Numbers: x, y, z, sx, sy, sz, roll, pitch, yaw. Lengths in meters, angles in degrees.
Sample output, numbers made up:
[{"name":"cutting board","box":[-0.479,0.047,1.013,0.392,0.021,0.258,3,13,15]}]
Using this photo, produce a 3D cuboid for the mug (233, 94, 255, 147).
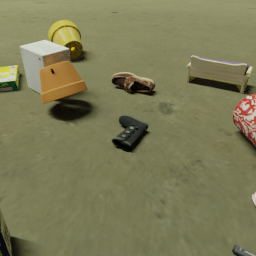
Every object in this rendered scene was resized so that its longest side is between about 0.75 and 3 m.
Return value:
[{"name":"mug","box":[4.692,-0.066,8.524,2.241,1.684,2.524,-27,30,3]}]

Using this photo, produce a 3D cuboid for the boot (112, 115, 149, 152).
[{"name":"boot","box":[-0.117,0.143,9.449,1.169,0.466,1.418,15,40,26]}]

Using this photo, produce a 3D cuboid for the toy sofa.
[{"name":"toy sofa","box":[4.198,-2.654,12.933,2.773,1.353,1.149,15,36,24]}]

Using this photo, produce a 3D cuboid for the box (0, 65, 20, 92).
[{"name":"box","box":[-5.895,-2.414,13.314,1.316,0.542,2.243,-9,36,-12]}]

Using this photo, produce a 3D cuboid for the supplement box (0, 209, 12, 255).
[{"name":"supplement box","box":[-3.008,2.229,5.453,1.190,1.191,0.800,-14,35,-21]}]

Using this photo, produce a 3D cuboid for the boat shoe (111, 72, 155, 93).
[{"name":"boat shoe","box":[0.156,-1.949,12.441,2.034,0.734,0.732,15,34,12]}]

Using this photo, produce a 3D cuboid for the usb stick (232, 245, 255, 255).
[{"name":"usb stick","box":[2.559,2.668,5.761,0.789,0.129,0.219,20,38,29]}]

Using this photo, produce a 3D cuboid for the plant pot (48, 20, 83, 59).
[{"name":"plant pot","box":[-3.478,-4.968,16.253,1.888,1.888,1.776,-16,52,-23]}]

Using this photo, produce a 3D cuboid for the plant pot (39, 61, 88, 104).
[{"name":"plant pot","box":[-2.611,-1.785,10.767,1.794,1.256,1.794,-18,10,3]}]

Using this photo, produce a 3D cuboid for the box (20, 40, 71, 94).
[{"name":"box","box":[-3.510,-2.579,12.224,1.979,1.969,1.294,28,42,36]}]

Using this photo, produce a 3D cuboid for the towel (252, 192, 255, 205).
[{"name":"towel","box":[3.900,2.104,6.577,1.679,0.251,1.229,7,33,6]}]
